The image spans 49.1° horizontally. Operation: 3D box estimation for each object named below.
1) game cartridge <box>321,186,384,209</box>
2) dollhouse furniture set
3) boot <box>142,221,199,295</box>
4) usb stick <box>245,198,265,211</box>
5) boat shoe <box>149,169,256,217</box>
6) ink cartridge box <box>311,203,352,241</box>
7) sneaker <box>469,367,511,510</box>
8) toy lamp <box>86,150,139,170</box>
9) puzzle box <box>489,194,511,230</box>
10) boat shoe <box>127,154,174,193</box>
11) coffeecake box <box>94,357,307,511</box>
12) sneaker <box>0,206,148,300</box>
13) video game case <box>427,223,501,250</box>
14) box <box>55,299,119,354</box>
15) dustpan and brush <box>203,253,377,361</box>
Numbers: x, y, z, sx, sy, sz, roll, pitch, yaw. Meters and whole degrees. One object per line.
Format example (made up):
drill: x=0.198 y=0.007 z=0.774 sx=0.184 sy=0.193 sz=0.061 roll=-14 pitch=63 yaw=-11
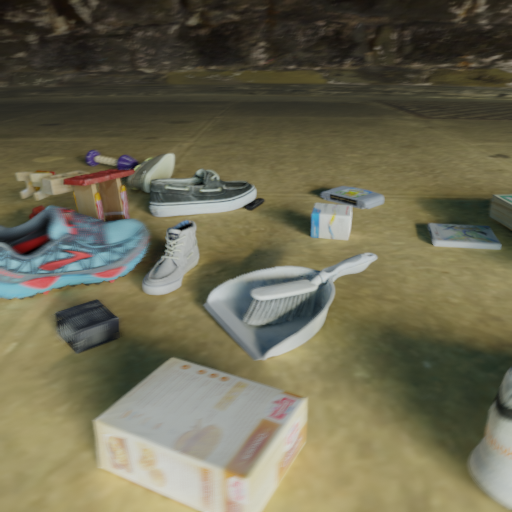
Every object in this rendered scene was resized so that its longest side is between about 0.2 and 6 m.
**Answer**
game cartridge: x=2.402 y=-1.459 z=13.830 sx=1.366 sy=0.276 sz=0.911 roll=20 pitch=26 yaw=41
dollhouse furniture set: x=-3.513 y=-0.977 z=11.128 sx=2.698 sy=1.452 sz=1.097 roll=11 pitch=24 yaw=41
boot: x=-1.441 y=-0.037 z=9.398 sx=0.645 sy=0.838 sz=1.753 roll=4 pitch=22 yaw=11
usb stick: x=-0.022 y=-1.236 z=13.407 sx=0.219 sy=0.129 sz=0.791 roll=9 pitch=23 yaw=21
boat shoe: x=-1.181 y=-1.543 z=13.047 sx=2.695 sy=0.956 sz=0.972 roll=-13 pitch=25 yaw=-30
ink cartridge box: x=1.536 y=-0.698 z=11.396 sx=0.770 sy=0.557 sz=0.567 roll=6 pitch=29 yaw=12
sneaker: x=3.468 y=1.488 z=5.104 sx=3.014 sy=1.206 sz=1.111 roll=-5 pitch=20 yaw=-16
toy lamp: x=-4.322 y=-2.819 z=16.886 sx=1.996 sy=0.581 sz=0.581 roll=13 pitch=25 yaw=36
puzzle box: x=6.603 y=-0.402 z=10.387 sx=2.792 sy=0.533 sz=4.196 roll=-1 pitch=20 yaw=-3
boat shoe: x=-2.803 y=-2.315 z=15.239 sx=0.662 sy=0.791 sz=2.213 roll=9 pitch=26 yaw=8
coffeecake box: x=-0.492 y=1.689 z=5.364 sx=1.610 sy=0.588 sz=1.236 roll=11 pitch=24 yaw=25
sneaker: x=-2.939 y=-0.197 z=8.912 sx=2.742 sy=1.310 sz=1.088 roll=-19 pitch=52 yaw=-33
video game case: x=4.159 y=-0.407 z=11.294 sx=1.244 sy=0.137 sz=1.134 roll=4 pitch=22 yaw=9
box: x=-2.261 y=0.935 z=7.514 sx=0.615 sy=0.361 sz=0.605 roll=-18 pitch=34 yaw=-37
dustpan and brush: x=0.717 y=0.492 z=8.121 sx=2.550 sy=0.730 sz=1.780 roll=-12 pitch=28 yaw=-27
